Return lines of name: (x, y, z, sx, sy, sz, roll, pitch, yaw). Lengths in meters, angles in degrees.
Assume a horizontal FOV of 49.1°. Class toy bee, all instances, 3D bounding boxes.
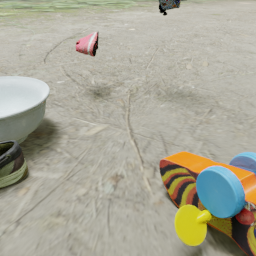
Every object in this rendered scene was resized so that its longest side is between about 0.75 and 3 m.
toy bee: (1.550, 1.219, 3.882, 1.929, 1.602, 2.947, -11, 6, -11)

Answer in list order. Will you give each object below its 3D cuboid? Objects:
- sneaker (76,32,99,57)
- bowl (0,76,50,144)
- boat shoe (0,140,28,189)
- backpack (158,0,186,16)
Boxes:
sneaker: (-1.265, -2.659, 8.659, 0.654, 0.555, 1.507, 5, 30, -2)
bowl: (-3.045, -0.269, 6.538, 2.559, 1.150, 2.559, -1, 29, 0)
boat shoe: (-3.106, 0.829, 4.912, 2.541, 0.835, 0.908, -17, 34, -28)
backpack: (1.086, -3.926, 7.485, 0.983, 1.276, 1.215, -7, -17, 34)
